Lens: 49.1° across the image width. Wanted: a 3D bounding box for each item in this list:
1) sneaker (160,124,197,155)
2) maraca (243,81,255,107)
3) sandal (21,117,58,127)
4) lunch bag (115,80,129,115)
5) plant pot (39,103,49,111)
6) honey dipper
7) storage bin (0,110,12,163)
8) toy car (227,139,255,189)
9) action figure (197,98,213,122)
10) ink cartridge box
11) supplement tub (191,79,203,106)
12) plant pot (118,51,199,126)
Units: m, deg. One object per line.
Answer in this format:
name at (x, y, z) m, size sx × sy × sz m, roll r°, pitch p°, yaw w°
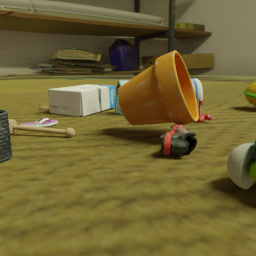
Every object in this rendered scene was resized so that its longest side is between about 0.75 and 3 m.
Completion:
sneaker at (1.519, 0.323, 7.837) m, size 0.888 × 0.642 × 1.817 m, roll 7°, pitch 16°, yaw 20°
maraca at (7.429, -1.684, 14.361) m, size 2.876 × 1.538 × 1.972 m, roll 7°, pitch 25°, yaw 4°
sandal at (-3.367, -0.233, 10.747) m, size 1.466 × 0.360 × 0.597 m, roll -12°, pitch 18°, yaw -41°
lunch bag at (0.128, -1.495, 13.361) m, size 1.366 × 1.603 × 0.977 m, roll -6°, pitch 15°, yaw -29°
plant pot at (-3.939, -1.141, 14.893) m, size 1.567 × 0.215 × 1.567 m, roll 0°, pitch 13°, yaw 0°
honey dipper at (-3.155, 0.014, 9.416) m, size 2.832 × 0.538 × 0.538 m, roll 4°, pitch 14°, yaw 9°
storage bin at (-4.475, 0.232, 6.923) m, size 2.681 × 1.257 × 1.813 m, roll 4°, pitch 14°, yaw 21°
toy car at (3.123, 0.413, 5.287) m, size 2.190 × 1.642 × 1.917 m, roll -12°, pitch 19°, yaw -42°
action figure at (2.517, -0.869, 11.848) m, size 2.234 × 1.105 × 0.729 m, roll 15°, pitch 20°, yaw 28°
ink cartridge box at (-2.227, -1.459, 14.053) m, size 2.089 × 1.206 × 2.862 m, roll 7°, pitch 15°, yaw 28°
supplement tub at (2.222, -1.594, 13.720) m, size 2.494 × 1.645 × 1.645 m, roll -1°, pitch 13°, yaw -6°
plant pot at (0.934, -1.055, 9.249) m, size 2.125 × 2.321 × 2.321 m, roll -16°, pitch 6°, yaw 24°
